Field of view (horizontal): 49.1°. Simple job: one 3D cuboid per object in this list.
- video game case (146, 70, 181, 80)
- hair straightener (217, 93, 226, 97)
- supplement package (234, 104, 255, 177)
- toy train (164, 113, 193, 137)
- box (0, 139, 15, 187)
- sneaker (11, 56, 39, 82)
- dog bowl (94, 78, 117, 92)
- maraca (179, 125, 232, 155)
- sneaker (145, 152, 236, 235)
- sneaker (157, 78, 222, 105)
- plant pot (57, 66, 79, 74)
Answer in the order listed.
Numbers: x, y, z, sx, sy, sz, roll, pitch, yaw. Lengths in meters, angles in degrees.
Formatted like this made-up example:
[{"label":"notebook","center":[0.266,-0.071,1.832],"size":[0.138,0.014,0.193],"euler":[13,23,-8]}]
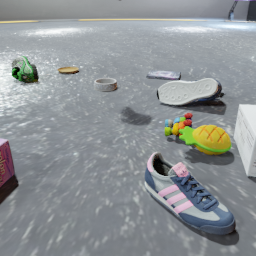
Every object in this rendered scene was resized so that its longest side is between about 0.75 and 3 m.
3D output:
[{"label":"video game case","center":[1.790,-2.632,13.911],"size":[1.578,0.150,1.127],"euler":[7,27,12]},{"label":"hair straightener","center":[3.648,-1.295,11.183],"size":[0.750,0.154,0.289],"euler":[-8,27,-26]},{"label":"supplement package","center":[3.565,0.279,6.794],"size":[1.503,1.070,1.930],"euler":[4,26,9]},{"label":"toy train","center":[1.389,0.102,7.820],"size":[0.828,0.606,1.432],"euler":[-4,24,17]},{"label":"box","center":[-3.611,0.942,5.626],"size":[1.659,0.912,1.886],"euler":[6,27,13]},{"label":"sneaker","center":[-5.186,-2.857,13.461],"size":[1.023,0.937,2.402],"euler":[-18,31,-31]},{"label":"dog bowl","center":[-0.975,-1.905,12.205],"size":[1.090,0.320,1.090],"euler":[-1,26,0]},{"label":"maraca","center":[1.973,0.274,7.162],"size":[1.345,0.720,0.922],"euler":[10,31,1]},{"label":"sneaker","center":[1.071,1.155,5.259],"size":[0.721,0.844,2.057],"euler":[-22,33,-38]},{"label":"sneaker","center":[2.398,-1.341,10.669],"size":[2.271,0.915,1.663],"euler":[-8,-1,24]},{"label":"plant pot","center":[-3.144,-3.037,14.734],"size":[1.112,0.153,1.112],"euler":[-1,26,0]}]
